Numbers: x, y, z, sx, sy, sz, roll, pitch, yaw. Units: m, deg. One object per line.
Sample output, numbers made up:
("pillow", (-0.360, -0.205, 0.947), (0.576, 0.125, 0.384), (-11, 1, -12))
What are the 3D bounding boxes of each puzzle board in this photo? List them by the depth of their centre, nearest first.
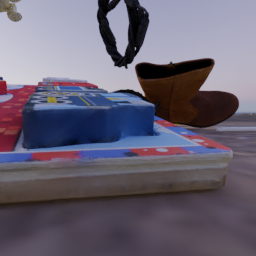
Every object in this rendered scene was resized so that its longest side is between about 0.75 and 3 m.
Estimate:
("puzzle board", (-1.168, -0.218, 1.886), (2.249, 0.260, 2.984), (0, 11, -17))

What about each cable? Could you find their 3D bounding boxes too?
("cable", (-0.340, -3.132, 8.932), (0.666, 2.139, 2.622), (-30, -26, -32))

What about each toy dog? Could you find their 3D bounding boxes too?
("toy dog", (-2.290, -2.327, 4.407), (1.476, 1.523, 1.063), (29, -24, -24))

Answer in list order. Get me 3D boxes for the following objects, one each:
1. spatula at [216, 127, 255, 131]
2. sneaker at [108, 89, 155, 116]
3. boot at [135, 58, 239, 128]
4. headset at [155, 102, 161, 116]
("spatula", (2.807, -0.015, 5.570), (2.038, 0.164, 1.417), (1, 3, 18))
("sneaker", (-0.489, -0.340, 5.862), (2.263, 0.836, 0.897), (1, -8, -22))
("boot", (1.505, -0.870, 6.272), (2.582, 0.939, 2.742), (0, -19, 5))
("headset", (0.343, -0.295, 6.427), (1.120, 0.692, 0.526), (-33, 19, 49))
